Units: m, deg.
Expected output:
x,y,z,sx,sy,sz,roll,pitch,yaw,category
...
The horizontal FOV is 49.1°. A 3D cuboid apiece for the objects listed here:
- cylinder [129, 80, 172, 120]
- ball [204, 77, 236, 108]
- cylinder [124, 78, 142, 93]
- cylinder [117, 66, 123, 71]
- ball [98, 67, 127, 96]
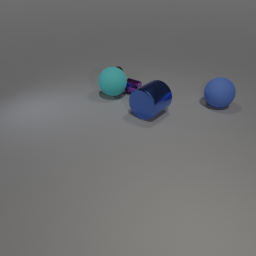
x,y,z,sx,sy,sz,roll,pitch,yaw,category
0.995,-1.241,12.256,1.400,1.400,1.400,22,37,32,cylinder
4.230,-1.637,12.940,1.400,1.400,1.400,0,31,0,ball
0.259,-2.142,14.377,0.700,0.700,0.700,20,35,15,cylinder
-0.725,-3.124,16.095,0.700,0.700,0.700,19,34,29,cylinder
-0.752,-2.287,13.760,1.400,1.400,1.400,0,31,0,ball
